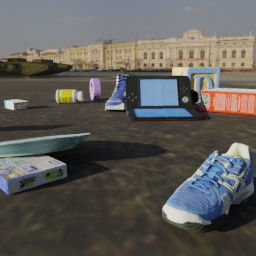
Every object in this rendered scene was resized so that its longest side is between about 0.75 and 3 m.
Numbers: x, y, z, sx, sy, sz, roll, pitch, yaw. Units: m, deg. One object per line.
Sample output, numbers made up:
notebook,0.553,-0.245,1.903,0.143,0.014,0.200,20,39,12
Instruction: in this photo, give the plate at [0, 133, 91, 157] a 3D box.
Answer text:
plate,-1.769,0.325,5.339,2.137,0.273,2.137,-5,1,0

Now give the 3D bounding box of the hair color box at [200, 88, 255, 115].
hair color box,4.548,-1.085,11.183,2.931,0.898,1.488,8,15,32

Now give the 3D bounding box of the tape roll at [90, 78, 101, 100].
tape roll,-1.824,-2.146,15.511,0.388,1.184,1.184,-3,12,-18

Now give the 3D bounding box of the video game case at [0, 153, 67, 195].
video game case,-1.658,0.670,4.485,0.944,0.237,1.041,-11,16,-42

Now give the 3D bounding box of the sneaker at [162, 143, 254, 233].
sneaker,1.019,0.663,3.424,0.687,0.699,1.814,12,18,39

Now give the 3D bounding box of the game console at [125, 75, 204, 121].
game console,1.236,-1.160,10.273,2.598,2.239,1.542,0,-15,-3

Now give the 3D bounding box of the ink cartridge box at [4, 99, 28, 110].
ink cartridge box,-4.819,-1.011,12.137,1.062,0.360,0.612,11,16,41

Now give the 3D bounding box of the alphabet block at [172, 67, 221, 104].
alphabet block,3.452,-2.253,14.557,1.846,1.836,1.880,-1,13,-14

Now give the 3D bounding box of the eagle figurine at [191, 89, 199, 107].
eagle figurine,2.659,-1.228,11.871,0.683,0.900,0.679,4,12,19

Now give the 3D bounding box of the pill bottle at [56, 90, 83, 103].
pill bottle,-2.906,-1.574,13.993,1.244,0.692,0.692,0,12,2

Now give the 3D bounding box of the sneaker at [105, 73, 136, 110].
sneaker,-0.263,-1.588,12.062,1.067,1.525,2.641,2,12,16
